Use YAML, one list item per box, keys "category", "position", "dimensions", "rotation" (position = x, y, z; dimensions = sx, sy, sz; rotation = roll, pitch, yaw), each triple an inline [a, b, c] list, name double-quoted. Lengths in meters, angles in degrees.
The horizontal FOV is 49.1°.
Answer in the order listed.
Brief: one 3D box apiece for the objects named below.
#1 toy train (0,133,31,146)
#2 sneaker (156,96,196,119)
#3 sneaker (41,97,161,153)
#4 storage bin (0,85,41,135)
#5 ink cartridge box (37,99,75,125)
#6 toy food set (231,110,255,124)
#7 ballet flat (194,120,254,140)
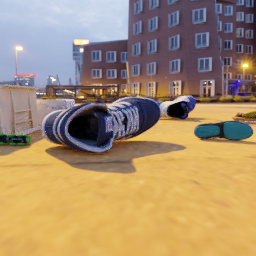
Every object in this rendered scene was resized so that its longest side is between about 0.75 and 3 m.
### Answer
- category: "toy train"
  position: [-2.660, 0.237, 5.939]
  dimensions: [1.250, 0.261, 0.352]
  rotation: [1, -4, 9]
- category: "sneaker"
  position: [2.575, -0.895, 13.636]
  dimensions: [2.660, 1.075, 1.536]
  rotation: [-12, 16, -35]
- category: "sneaker"
  position: [-0.221, -0.122, 5.646]
  dimensions: [2.749, 0.963, 1.491]
  rotation: [-11, 5, -27]
- category: "storage bin"
  position: [-4.135, -0.451, 7.416]
  dimensions: [2.831, 1.326, 2.810]
  rotation: [1, 7, 1]
- category: "ink cartridge box"
  position: [-2.851, -0.554, 10.040]
  dimensions: [1.661, 0.938, 2.263]
  rotation: [0, 6, -3]
- category: "toy food set"
  position: [5.453, -0.569, 11.859]
  dimensions: [2.044, 0.594, 2.961]
  rotation: [2, 6, 15]
- category: "ballet flat"
  position: [2.261, 0.043, 6.698]
  dimensions: [1.332, 0.494, 0.494]
  rotation: [3, 7, 18]
